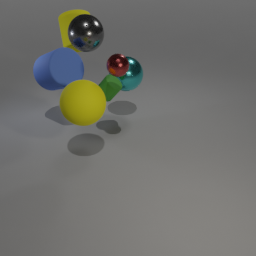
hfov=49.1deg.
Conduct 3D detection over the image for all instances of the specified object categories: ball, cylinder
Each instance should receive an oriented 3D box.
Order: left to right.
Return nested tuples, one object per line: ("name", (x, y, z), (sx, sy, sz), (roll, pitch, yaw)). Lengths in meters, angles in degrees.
("cylinder", (-2.571, -2.144, 10.372), (1.400, 1.400, 1.400), (-26, 18, -37))
("cylinder", (-2.213, -4.185, 12.203), (1.400, 1.400, 1.400), (-11, 1, 0))
("ball", (-1.367, -0.761, 8.526), (1.400, 1.400, 1.400), (0, 30, 0))
("ball", (-1.623, -3.665, 10.848), (1.400, 1.400, 1.400), (0, 30, 0))
("cylinder", (-0.680, -1.415, 9.941), (0.700, 0.700, 0.700), (28, 40, -26))
("ball", (-0.310, -1.916, 8.564), (0.700, 0.700, 0.700), (0, 30, 0))
("ball", (-0.076, -2.200, 11.410), (1.400, 1.400, 1.400), (0, 30, 0))
